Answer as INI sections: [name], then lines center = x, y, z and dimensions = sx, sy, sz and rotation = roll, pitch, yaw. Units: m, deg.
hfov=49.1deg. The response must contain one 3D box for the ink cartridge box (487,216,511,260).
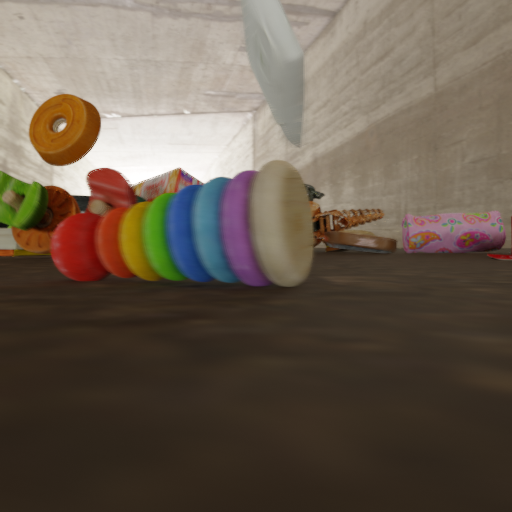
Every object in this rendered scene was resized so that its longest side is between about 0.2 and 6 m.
[ink cartridge box]
center = 3.637, -0.254, 7.054
dimensions = 1.268, 0.606, 1.444
rotation = -1, 1, 17

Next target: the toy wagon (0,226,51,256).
[toy wagon]
center = -5.212, -0.331, 10.414
dimensions = 3.222, 0.638, 2.500
rotation = 0, 1, 24

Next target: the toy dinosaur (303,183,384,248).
[toy dinosaur]
center = 1.284, -0.879, 16.885
dimensions = 4.672, 2.386, 3.171
rotation = 15, 15, -1

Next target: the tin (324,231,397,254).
[tin]
center = 2.245, -0.280, 12.074
dimensions = 1.597, 0.334, 0.894
rotation = 7, -8, -8

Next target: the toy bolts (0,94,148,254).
[toy bolts]
center = -2.118, -0.792, 7.394
dimensions = 2.163, 2.066, 1.500
rotation = 22, -9, 22

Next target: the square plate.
[square plate]
center = 0.257, -3.716, 10.417
dimensions = 0.379, 2.640, 2.665
rotation = -18, -22, -4

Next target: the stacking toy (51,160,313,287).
[stacking toy]
center = -0.395, -0.077, 2.493
dimensions = 1.227, 0.524, 0.524
rotation = -6, -1, 20

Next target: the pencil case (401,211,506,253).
[pencil case]
center = 4.504, -0.548, 12.840
dimensions = 2.248, 0.983, 0.983
rotation = -3, 1, 7

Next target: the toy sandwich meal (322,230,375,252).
[toy sandwich meal]
center = 2.635, -0.334, 15.638
dimensions = 1.595, 0.546, 1.595
rotation = 0, -11, 0

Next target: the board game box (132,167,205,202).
[board game box]
center = -1.297, -0.620, 8.712
dimensions = 2.040, 0.472, 1.545
rotation = -10, -29, 44

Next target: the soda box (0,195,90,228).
[soda box]
center = -4.574, -0.864, 15.465
dimensions = 4.775, 1.512, 1.690
rotation = 0, 0, -21
